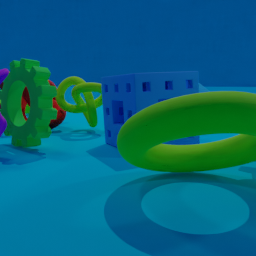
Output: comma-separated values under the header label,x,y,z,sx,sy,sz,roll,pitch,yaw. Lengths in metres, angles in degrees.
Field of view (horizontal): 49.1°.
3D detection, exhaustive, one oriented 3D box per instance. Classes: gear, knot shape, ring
label,x,y,z,sx,sy,sz,roll,pitch,yaw
gear,-4.046,-0.897,10.351,1.906,0.352,1.906,2,16,0
knot shape,-2.215,-0.551,6.800,1.864,0.861,1.745,25,25,-49
ring,0.729,0.128,2.845,1.688,0.338,1.688,-2,-22,-1
gear,-1.768,-0.418,4.822,1.479,1.479,0.274,8,7,40
knot shape,-1.098,-0.681,6.454,1.207,1.290,0.596,27,44,9

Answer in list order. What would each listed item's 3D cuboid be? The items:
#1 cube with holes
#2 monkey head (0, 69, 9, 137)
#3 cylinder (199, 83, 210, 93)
label,x,y,z,sx,sy,sz,roll,pitch,yaw
cube with holes,0.366,-0.323,4.930,1.227,1.227,1.227,-8,10,-28
monkey head,-2.491,-0.209,4.013,1.789,1.078,1.287,-33,36,-29
cylinder,1.699,-0.714,7.203,0.831,0.831,0.831,-10,48,-49
